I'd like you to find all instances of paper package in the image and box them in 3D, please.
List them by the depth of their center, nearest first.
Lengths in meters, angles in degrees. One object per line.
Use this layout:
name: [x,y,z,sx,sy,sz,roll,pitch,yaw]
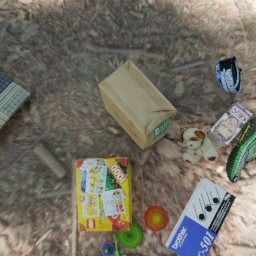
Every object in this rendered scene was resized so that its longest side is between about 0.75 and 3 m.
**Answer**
paper package: [0.236,-0.493,7.430,1.018,1.968,1.876,-40,78,-9]

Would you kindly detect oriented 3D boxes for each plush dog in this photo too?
plush dog: [1.897,0.376,7.593,0.925,1.077,0.864,49,56,-19]

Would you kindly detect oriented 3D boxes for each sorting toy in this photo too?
sorting toy: [0.172,2.660,7.118,1.967,0.678,0.682,-30,75,-8]

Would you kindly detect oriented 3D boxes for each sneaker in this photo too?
sneaker: [3.321,0.683,7.608,0.806,0.739,1.893,31,88,8]

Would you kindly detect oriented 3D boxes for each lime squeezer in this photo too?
lime squeezer: [-0.107,3.220,7.221,1.010,0.191,0.357,42,68,6]

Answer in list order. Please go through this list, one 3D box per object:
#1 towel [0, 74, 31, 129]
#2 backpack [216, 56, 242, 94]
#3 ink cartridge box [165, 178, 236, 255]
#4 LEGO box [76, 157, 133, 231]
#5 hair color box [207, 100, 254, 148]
towel: [-4.606,-0.644,8.147,2.553,0.458,2.651,31,65,5]
backpack: [2.960,-1.458,8.201,0.640,0.869,0.951,-10,64,33]
ink cartridge box: [1.894,2.422,7.290,0.949,0.447,2.020,31,77,6]
LEGO box: [-0.578,1.621,7.048,1.288,0.668,1.730,-3,87,5]
hair color box: [2.975,-0.116,8.132,0.655,0.396,1.309,42,77,12]
